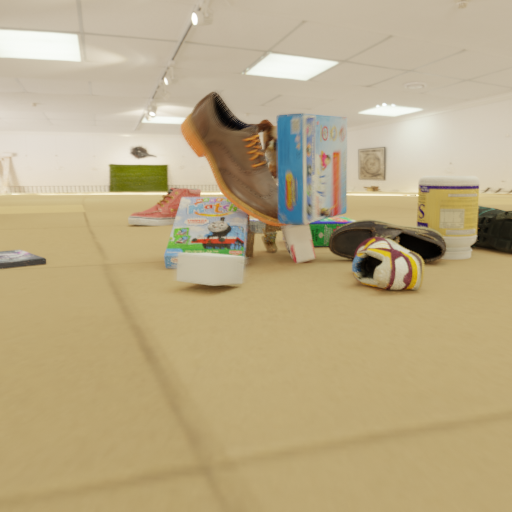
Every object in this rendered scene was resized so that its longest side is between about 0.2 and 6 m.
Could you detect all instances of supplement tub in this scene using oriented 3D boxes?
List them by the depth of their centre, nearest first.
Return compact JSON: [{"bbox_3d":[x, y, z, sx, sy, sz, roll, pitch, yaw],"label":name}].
[{"bbox_3d":[3.857,-0.797,11.324,1.176,1.618,1.176,0,9,0],"label":"supplement tub"}]

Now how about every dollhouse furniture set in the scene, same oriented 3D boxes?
[{"bbox_3d":[0.311,-0.573,11.399,1.466,1.347,0.954,-6,43,-13],"label":"dollhouse furniture set"}]

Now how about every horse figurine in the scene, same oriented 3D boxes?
[{"bbox_3d":[0.343,-2.072,11.515,0.473,1.894,1.255,-4,44,15],"label":"horse figurine"}]

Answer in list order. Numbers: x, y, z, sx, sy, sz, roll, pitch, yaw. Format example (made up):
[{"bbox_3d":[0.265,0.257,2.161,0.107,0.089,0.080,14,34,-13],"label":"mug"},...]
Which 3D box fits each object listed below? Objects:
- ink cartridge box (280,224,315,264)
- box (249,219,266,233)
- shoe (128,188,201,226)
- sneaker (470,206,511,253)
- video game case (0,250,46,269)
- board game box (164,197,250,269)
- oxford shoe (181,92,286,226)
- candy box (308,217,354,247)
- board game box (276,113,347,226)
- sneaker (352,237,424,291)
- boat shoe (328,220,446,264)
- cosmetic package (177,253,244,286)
[{"bbox_3d":[0.785,-0.362,10.864,0.422,0.725,1.001,-15,17,-3],"label":"ink cartridge box"},{"bbox_3d":[0.041,-0.851,15.913,0.658,0.376,0.716,0,8,-2],"label":"box"},{"bbox_3d":[-2.950,-1.634,18.336,2.642,1.202,0.944,-6,10,-35],"label":"shoe"},{"bbox_3d":[5.152,-0.579,12.639,1.167,1.110,2.945,8,10,-34],"label":"sneaker"},{"bbox_3d":[-4.780,0.069,10.590,1.092,0.145,1.529,-7,10,-39],"label":"video game case"},{"bbox_3d":[-0.859,-0.469,10.522,1.403,0.339,1.855,0,39,5],"label":"board game box"},{"bbox_3d":[-0.251,-1.782,10.416,1.036,2.841,1.013,-45,-6,39],"label":"oxford shoe"},{"bbox_3d":[1.534,-0.585,13.319,1.594,0.614,1.348,-3,10,-10],"label":"candy box"},{"bbox_3d":[1.079,-1.635,10.416,0.534,1.911,1.871,5,12,31],"label":"board game box"},{"bbox_3d":[1.789,0.072,8.640,0.842,0.700,1.869,4,6,-15],"label":"sneaker"},{"bbox_3d":[2.471,-0.252,10.499,2.195,0.818,0.805,0,9,5],"label":"boat shoe"},{"bbox_3d":[-0.667,0.189,8.212,0.706,0.436,0.708,5,1,32],"label":"cosmetic package"}]
